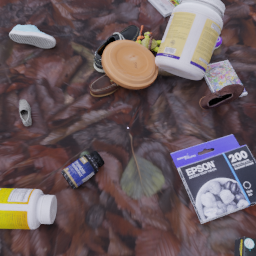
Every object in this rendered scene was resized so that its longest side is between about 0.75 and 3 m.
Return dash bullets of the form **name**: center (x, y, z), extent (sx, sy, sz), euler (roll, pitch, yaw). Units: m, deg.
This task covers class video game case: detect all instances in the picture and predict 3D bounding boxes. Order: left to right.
- **video game case**: center (1.898, -6.139, 13.182), extent (1.752, 0.220, 1.925), euler (-29, 65, -14)
- **video game case**: center (3.708, -1.857, 10.947), extent (1.233, 0.155, 1.722), euler (-14, 63, -7)

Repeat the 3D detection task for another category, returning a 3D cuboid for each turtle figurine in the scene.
- **turtle figurine**: center (1.006, -3.463, 11.501), extent (1.647, 0.658, 2.043), euler (9, 63, 5)

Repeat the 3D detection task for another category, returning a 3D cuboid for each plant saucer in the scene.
- **plant saucer**: center (0.121, -2.439, 10.431), extent (2.191, 0.354, 2.191), euler (8, 62, -15)

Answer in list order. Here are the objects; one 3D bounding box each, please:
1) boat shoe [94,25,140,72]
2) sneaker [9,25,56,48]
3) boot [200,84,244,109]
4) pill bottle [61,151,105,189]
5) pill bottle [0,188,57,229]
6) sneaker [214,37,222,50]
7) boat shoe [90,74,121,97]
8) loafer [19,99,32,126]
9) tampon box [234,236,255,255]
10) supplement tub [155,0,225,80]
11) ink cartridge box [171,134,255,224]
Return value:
- **boat shoe**: center (-0.374, -3.392, 11.352), extent (0.965, 0.909, 2.688), euler (33, 65, 19)
- **sneaker**: center (-3.911, -3.965, 11.720), extent (2.056, 0.760, 0.842), euler (14, 68, 7)
- **boot**: center (3.400, -1.078, 9.689), extent (1.774, 1.475, 0.642), euler (-22, 94, 3)
- **pill bottle**: center (-1.416, 1.304, 8.964), extent (1.282, 0.717, 0.717), euler (-36, 68, -18)
- **pill bottle**: center (-3.205, 2.348, 8.173), extent (2.073, 1.132, 1.132), euler (2, 62, 0)
- **sneaker**: center (2.912, -3.755, 11.473), extent (1.993, 0.991, 0.693), euler (4, 62, 3)
- **boat shoe**: center (-0.443, -1.925, 10.640), extent (2.231, 0.785, 0.785), euler (-26, 67, -12)
- **loafer**: center (-3.729, -0.604, 10.146), extent (0.399, 0.398, 1.140), euler (-20, 64, -10)
- **tampon box**: center (3.657, 3.626, 7.698), extent (1.230, 0.776, 0.922), euler (11, 63, 6)
- **supplement tub**: center (2.258, -3.254, 10.160), extent (1.904, 1.904, 2.619), euler (21, 96, 11)
- **ink cartridge box**: center (2.940, 1.458, 8.993), extent (2.438, 0.534, 2.461), euler (-17, 62, -8)
